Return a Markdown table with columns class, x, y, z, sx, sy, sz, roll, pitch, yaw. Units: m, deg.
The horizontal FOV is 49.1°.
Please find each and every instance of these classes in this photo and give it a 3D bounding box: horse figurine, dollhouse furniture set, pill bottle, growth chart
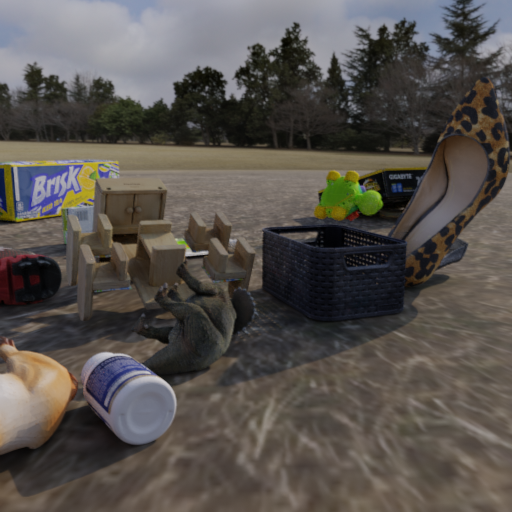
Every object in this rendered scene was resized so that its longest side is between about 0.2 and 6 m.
| class | x | y | z | sx | sy | sz | roll | pitch | yaw |
| --- | --- | --- | --- | --- | --- | --- | --- | --- | --- |
| horse figurine | -1.808 | 0.945 | 3.421 | 1.470 | 0.553 | 2.217 | 16 | 10 | 17 |
| dollhouse furniture set | -1.395 | 0.129 | 7.064 | 1.909 | 1.447 | 2.178 | -4 | 33 | -27 |
| pill bottle | -0.927 | 0.942 | 3.892 | 0.448 | 0.448 | 0.807 | -8 | 13 | -35 |
| growth chart | -1.745 | -0.153 | 10.188 | 2.844 | 0.252 | 2.058 | -9 | 13 | -41 |

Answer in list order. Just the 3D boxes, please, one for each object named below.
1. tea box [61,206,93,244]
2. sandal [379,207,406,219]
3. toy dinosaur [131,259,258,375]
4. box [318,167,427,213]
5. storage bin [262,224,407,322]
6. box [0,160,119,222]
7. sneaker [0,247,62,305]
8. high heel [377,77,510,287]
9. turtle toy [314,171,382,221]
| class | x | y | z | sx | sy | sz | roll | pitch | yaw |
| --- | --- | --- | --- | --- | --- | --- | --- | --- | --- |
| tea box | -3.147 | -0.610 | 10.980 | 1.114 | 0.744 | 1.096 | -6 | 6 | -29 |
| sandal | 4.277 | -1.268 | 15.263 | 1.816 | 0.490 | 0.729 | 1 | 11 | 4 |
| toy dinosaur | -0.522 | 0.609 | 4.996 | 0.875 | 0.659 | 1.712 | 34 | 31 | 3 |
| box | 3.807 | -1.805 | 15.600 | 3.270 | 0.807 | 2.611 | -7 | -2 | -32 |
| storage bin | 0.907 | 0.139 | 7.007 | 1.221 | 0.847 | 1.807 | -4 | 12 | -21 |
| box | -5.804 | -1.968 | 16.129 | 1.397 | 1.523 | 4.346 | 5 | 12 | 24 |
| sneaker | -3.406 | 0.275 | 6.785 | 1.891 | 0.668 | 0.924 | -4 | 12 | -32 |
| high heel | 2.451 | -0.933 | 7.464 | 1.988 | 2.788 | 0.996 | -16 | 30 | -41 |
| turtle toy | 1.971 | -1.184 | 11.900 | 0.769 | 1.108 | 1.521 | 25 | -7 | -35 |
